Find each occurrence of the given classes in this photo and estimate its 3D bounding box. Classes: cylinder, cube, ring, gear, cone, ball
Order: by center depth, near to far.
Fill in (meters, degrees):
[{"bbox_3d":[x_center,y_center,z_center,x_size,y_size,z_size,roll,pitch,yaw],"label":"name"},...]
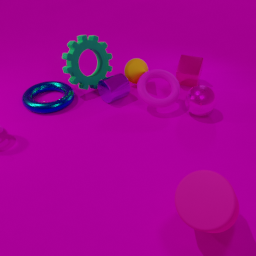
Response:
[{"bbox_3d":[1.577,1.474,5.507,1.095,1.095,1.095,-9,66,21],"label":"cylinder"},{"bbox_3d":[2.363,-0.895,9.118,1.008,1.008,1.008,0,38,0],"label":"ball"},{"bbox_3d":[1.024,-1.329,9.329,1.451,0.290,1.451,1,66,-3],"label":"ring"},{"bbox_3d":[-0.498,-1.421,9.923,0.850,0.850,0.850,-26,45,-30],"label":"cylinder"},{"bbox_3d":[-2.816,-1.126,9.945,1.837,0.367,1.837,0,38,0],"label":"ring"},{"bbox_3d":[-1.422,-2.343,10.070,1.889,1.889,0.349,-29,29,-31],"label":"gear"},{"bbox_3d":[0.460,-2.077,10.270,0.959,0.959,0.963,-12,15,-14],"label":"cone"},{"bbox_3d":[2.332,-2.153,10.637,0.834,0.834,0.834,13,69,16],"label":"cube"}]

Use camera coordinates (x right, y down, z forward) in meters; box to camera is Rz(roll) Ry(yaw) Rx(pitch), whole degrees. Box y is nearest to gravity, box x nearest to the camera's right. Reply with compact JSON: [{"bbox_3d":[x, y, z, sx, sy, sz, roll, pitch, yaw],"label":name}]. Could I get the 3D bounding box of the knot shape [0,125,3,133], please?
[{"bbox_3d":[-4.327,0.018,8.139,1.163,0.574,1.243,-17,5,-16],"label":"knot shape"}]
